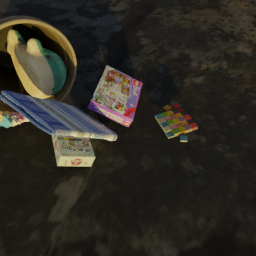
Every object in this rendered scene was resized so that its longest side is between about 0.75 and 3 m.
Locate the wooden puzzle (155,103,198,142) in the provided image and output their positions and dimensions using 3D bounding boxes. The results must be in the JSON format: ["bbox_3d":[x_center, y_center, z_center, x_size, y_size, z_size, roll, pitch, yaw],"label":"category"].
[{"bbox_3d":[1.390,-0.184,8.166,0.934,0.111,1.575,-17,47,-12],"label":"wooden puzzle"}]

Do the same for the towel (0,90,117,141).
[{"bbox_3d":[-1.601,-0.226,7.027,1.952,0.316,2.658,32,10,25],"label":"towel"}]

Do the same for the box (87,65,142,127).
[{"bbox_3d":[-0.335,-1.015,8.492,1.303,0.372,1.904,25,43,-9],"label":"box"}]

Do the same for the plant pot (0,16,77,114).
[{"bbox_3d":[-3.298,-2.132,8.404,2.827,2.827,2.453,-23,44,-20],"label":"plant pot"}]

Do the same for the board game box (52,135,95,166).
[{"bbox_3d":[-1.461,0.404,7.318,0.913,0.398,1.237,6,41,-30],"label":"board game box"}]

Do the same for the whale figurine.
[{"bbox_3d":[-2.716,-1.959,8.338,1.173,1.798,2.260,-28,69,-37],"label":"whale figurine"}]

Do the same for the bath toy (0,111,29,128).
[{"bbox_3d":[-3.090,-0.253,7.594,0.399,0.469,1.079,-30,2,14],"label":"bath toy"}]
